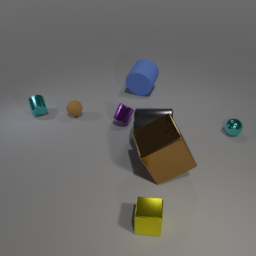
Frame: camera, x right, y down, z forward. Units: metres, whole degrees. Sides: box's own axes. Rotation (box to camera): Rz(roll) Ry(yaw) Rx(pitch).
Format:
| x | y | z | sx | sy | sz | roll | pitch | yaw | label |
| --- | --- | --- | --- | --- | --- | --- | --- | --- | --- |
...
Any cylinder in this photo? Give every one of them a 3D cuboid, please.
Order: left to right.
| x | y | z | sx | sy | sz | roll | pitch | yaw | label |
| --- | --- | --- | --- | --- | --- | --- | --- | --- | --- |
| -4.035 | -1.012 | 12.538 | 0.700 | 0.700 | 0.700 | -14 | 67 | -22 | cylinder |
| -0.182 | -0.603 | 11.882 | 0.700 | 0.700 | 0.700 | 25 | 6 | -3 | cylinder |
| 0.750 | -2.620 | 14.444 | 1.400 | 1.400 | 1.400 | 11 | 45 | 17 | cylinder |
| 0.969 | -0.033 | 10.455 | 1.400 | 1.400 | 1.400 | 1 | 32 | 9 | cylinder |

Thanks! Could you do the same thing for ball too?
| x | y | z | sx | sy | sz | roll | pitch | yaw | label |
| --- | --- | --- | --- | --- | --- | --- | --- | --- | --- |
| -2.371 | -0.888 | 12.422 | 0.700 | 0.700 | 0.700 | 0 | 32 | 0 | ball |
| 4.233 | -0.036 | 11.226 | 0.700 | 0.700 | 0.700 | 0 | 32 | 0 | ball |

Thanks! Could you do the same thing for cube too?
| x | y | z | sx | sy | sz | roll | pitch | yaw | label |
| --- | --- | --- | --- | --- | --- | --- | --- | --- | --- |
| 0.556 | 2.344 | 7.441 | 0.700 | 0.700 | 0.700 | 4 | 32 | 7 | cube |
| 1.148 | 0.660 | 8.966 | 1.400 | 1.400 | 1.400 | -27 | 35 | 8 | cube |
